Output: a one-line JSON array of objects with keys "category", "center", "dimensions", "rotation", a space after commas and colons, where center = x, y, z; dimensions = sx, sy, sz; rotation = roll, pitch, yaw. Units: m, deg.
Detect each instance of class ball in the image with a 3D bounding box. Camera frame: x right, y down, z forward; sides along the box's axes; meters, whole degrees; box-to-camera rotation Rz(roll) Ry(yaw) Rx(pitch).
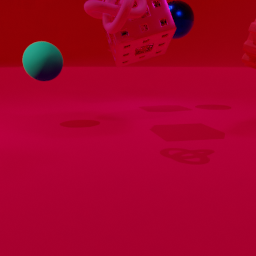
[{"category": "ball", "center": [1.835, -4.142, 10.746], "dimensions": [1.396, 1.396, 1.396], "rotation": [0, 14, 0]}, {"category": "ball", "center": [-2.460, -1.925, 8.139], "dimensions": [1.125, 1.125, 1.125], "rotation": [0, 14, 0]}]

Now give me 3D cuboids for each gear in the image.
[{"category": "gear", "center": [3.372, -2.342, 6.805], "dimensions": [0.327, 1.766, 1.766], "rotation": [31, 28, 30]}]

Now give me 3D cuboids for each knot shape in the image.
[{"category": "knot shape", "center": [-0.271, -2.128, 4.979], "dimensions": [1.046, 0.516, 1.118], "rotation": [4, 47, 24]}]

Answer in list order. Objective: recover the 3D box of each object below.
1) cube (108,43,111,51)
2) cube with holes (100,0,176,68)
[{"category": "cube", "center": [0.033, -3.512, 10.593], "dimensions": [1.285, 1.285, 1.285], "rotation": [-6, 23, -21]}, {"category": "cube with holes", "center": [0.178, -2.540, 6.896], "dimensions": [1.369, 1.369, 1.369], "rotation": [-18, -7, -6]}]
